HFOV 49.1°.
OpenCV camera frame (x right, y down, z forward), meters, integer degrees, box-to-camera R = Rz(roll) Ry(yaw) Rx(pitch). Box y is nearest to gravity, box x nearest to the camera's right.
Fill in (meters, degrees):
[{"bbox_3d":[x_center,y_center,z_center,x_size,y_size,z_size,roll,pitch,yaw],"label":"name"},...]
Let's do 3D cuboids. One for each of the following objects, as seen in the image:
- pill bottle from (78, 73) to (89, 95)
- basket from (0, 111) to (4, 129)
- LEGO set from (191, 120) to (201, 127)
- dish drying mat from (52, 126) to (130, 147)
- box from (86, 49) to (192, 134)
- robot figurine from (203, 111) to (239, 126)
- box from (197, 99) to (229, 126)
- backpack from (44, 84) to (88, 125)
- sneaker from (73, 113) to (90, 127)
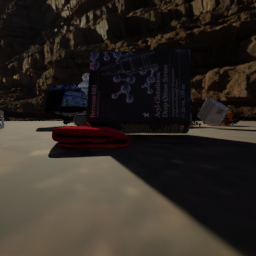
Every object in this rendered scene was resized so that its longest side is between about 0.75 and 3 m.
[{"bbox_3d":[-1.873,-1.468,14.638,1.478,2.629,1.478,1,2,0],"label":"pill bottle"},{"bbox_3d":[-4.376,-0.243,8.697,0.522,0.574,0.846,-1,1,34],"label":"basket"},{"bbox_3d":[2.264,-0.139,10.729,1.369,0.388,0.889,14,-3,-28],"label":"LEGO set"},{"bbox_3d":[-0.581,0.089,4.089,0.882,0.209,2.296,0,1,-10],"label":"dish drying mat"},{"bbox_3d":[0.248,-0.667,5.529,1.910,1.418,1.023,-1,-13,8],"label":"box"},{"bbox_3d":[4.531,-0.467,13.997,1.690,0.678,2.330,-1,2,7],"label":"robot figurine"},{"bbox_3d":[2.980,-0.537,9.832,0.756,0.760,0.497,11,25,-33],"label":"box"},{"bbox_3d":[-2.424,-1.100,12.978,2.192,1.475,2.001,-1,-19,21],"label":"backpack"},{"bbox_3d":[-1.515,-0.234,8.795,0.868,0.457,1.201,13,-1,31],"label":"sneaker"}]
